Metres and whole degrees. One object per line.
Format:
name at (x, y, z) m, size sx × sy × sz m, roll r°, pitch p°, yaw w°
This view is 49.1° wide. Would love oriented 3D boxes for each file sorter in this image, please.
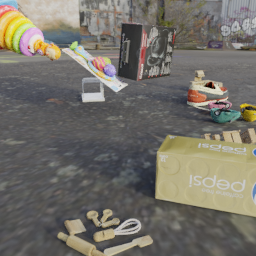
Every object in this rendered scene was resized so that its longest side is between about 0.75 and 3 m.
file sorter at (-1.518, -1.667, 11.990) m, size 0.908 × 0.815 × 1.309 m, roll -3°, pitch 19°, yaw -10°

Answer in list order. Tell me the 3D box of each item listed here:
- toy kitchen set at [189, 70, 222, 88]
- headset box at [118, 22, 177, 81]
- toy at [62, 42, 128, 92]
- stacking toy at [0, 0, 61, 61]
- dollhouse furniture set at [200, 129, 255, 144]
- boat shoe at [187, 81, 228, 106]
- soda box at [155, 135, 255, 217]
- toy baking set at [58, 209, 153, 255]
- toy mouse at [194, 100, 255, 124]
toy kitchen set at (3.675, -2.184, 13.276) m, size 1.165 × 0.950 × 1.051 m, roll -9°, pitch 21°, yaw -24°
headset box at (0.588, -2.490, 9.136) m, size 0.871 × 1.679 × 2.256 m, roll 20°, pitch 25°, yaw 35°
toy at (-0.889, -1.991, 8.632) m, size 2.054 × 0.485 × 1.183 m, roll 35°, pitch 27°, yaw 3°
stacking toy at (-2.752, -2.398, 7.547) m, size 2.277 × 1.322 × 1.250 m, roll 31°, pitch 45°, yaw 14°
dollhouse furniture set at (2.269, 0.440, 6.418) m, size 1.242 × 0.644 × 0.550 m, roll -5°, pitch -20°, yaw -13°
boat shoe at (3.340, -1.497, 11.495) m, size 2.603 × 0.814 × 0.926 m, roll -15°, pitch 22°, yaw -40°
soda box at (1.847, 0.796, 4.580) m, size 2.717 × 0.920 × 0.870 m, roll 6°, pitch 20°, yaw 17°
toy baking set at (-0.330, 1.441, 3.902) m, size 1.234 × 0.144 × 0.947 m, roll 13°, pitch 23°, yaw 34°
toy mouse at (3.151, -0.520, 9.173) m, size 2.058 × 0.448 × 2.315 m, roll 0°, pitch 19°, yaw -2°
